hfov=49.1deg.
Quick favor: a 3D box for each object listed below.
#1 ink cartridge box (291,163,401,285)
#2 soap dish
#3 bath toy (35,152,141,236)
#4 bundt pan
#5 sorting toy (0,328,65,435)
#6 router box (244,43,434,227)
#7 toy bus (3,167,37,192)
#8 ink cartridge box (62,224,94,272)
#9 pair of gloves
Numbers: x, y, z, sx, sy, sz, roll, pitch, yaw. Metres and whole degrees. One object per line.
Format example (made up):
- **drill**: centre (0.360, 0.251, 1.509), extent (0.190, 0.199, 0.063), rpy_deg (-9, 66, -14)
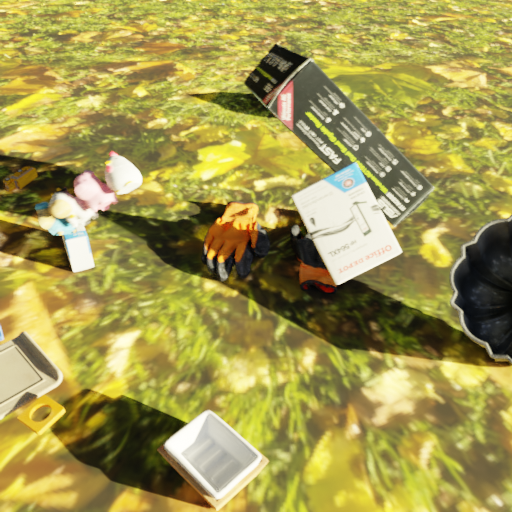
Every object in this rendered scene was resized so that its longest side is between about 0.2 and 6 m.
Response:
- **ink cartridge box**: centre (1.263, -0.427, 7.860), extent (1.023, 1.402, 0.591), rpy_deg (-28, -5, 7)
- **soap dish**: centre (-0.580, 2.721, 7.476), extent (1.189, 0.483, 0.936), rpy_deg (30, 46, 35)
- **bath toy**: centre (-2.679, -1.017, 8.940), extent (1.833, 0.678, 0.797), rpy_deg (-30, -6, 20)
- **bundt pan**: centre (4.584, 0.656, 9.069), extent (2.740, 1.029, 2.740), rpy_deg (-9, 63, 19)
- **sorting toy**: centre (-3.914, 1.985, 8.593), extent (1.511, 0.365, 2.683), rpy_deg (-33, 47, -30)
- **router box**: centre (1.340, -2.127, 9.678), extent (0.973, 3.131, 2.346), rpy_deg (-46, 24, 12)
- **toy bus**: centre (-5.831, -1.890, 13.845), extent (0.342, 0.284, 0.874), rpy_deg (12, 38, 14)
- **ink cartridge box**: centre (-3.648, -0.305, 11.295), extent (0.452, 0.771, 1.053), rpy_deg (-14, 39, -18)
- **pair of gloves**: centre (0.458, -0.316, 11.662), extent (3.052, 0.377, 2.719), rpy_deg (7, 37, 8)
